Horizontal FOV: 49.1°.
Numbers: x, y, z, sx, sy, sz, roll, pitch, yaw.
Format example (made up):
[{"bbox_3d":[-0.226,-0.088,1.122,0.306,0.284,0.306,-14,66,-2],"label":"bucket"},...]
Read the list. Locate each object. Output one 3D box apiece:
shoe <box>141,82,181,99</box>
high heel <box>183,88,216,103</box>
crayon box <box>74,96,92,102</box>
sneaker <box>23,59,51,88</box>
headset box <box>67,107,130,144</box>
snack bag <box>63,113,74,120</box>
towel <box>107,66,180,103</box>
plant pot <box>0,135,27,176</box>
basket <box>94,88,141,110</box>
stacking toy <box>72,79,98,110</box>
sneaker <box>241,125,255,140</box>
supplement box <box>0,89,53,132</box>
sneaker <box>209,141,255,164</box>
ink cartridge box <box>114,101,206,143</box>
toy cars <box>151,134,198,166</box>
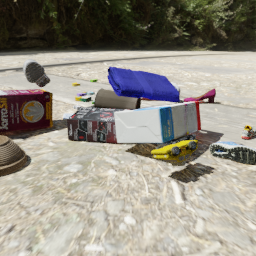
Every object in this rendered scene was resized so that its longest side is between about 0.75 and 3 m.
[{"bbox_3d":[1.387,-1.889,14.771,2.622,0.937,1.193,12,24,43],"label":"shoe"},{"bbox_3d":[3.636,-1.658,14.226,1.605,0.772,0.541,-1,20,-2],"label":"high heel"},{"bbox_3d":[-2.414,-1.562,14.791,0.835,0.215,0.525,9,22,23],"label":"crayon box"},{"bbox_3d":[-3.339,-1.992,9.826,0.692,0.759,1.852,-39,-5,-9],"label":"sneaker"},{"bbox_3d":[-0.859,-0.134,9.911,2.138,0.802,1.589,3,20,9],"label":"headset box"},{"bbox_3d":[-2.361,-0.493,11.996,0.837,0.090,0.789,-3,21,-8],"label":"snack bag"},{"bbox_3d":[0.464,-1.310,8.891,2.109,0.522,1.557,4,36,-23],"label":"towel"},{"bbox_3d":[-3.682,0.683,7.769,1.585,0.732,1.585,0,21,0],"label":"plant pot"},{"bbox_3d":[-0.374,-1.007,11.966,1.704,1.159,1.537,9,9,13],"label":"basket"},{"bbox_3d":[-2.002,-1.649,13.529,0.385,1.236,1.639,16,24,38],"label":"stacking toy"},{"bbox_3d":[4.310,0.081,9.904,0.394,0.415,1.011,13,23,31],"label":"sneaker"},{"bbox_3d":[-4.097,-0.671,10.304,2.438,1.345,1.044,-9,20,-38],"label":"supplement box"},{"bbox_3d":[3.156,0.628,8.186,1.409,0.553,0.628,14,26,34],"label":"sneaker"},{"bbox_3d":[1.195,-0.251,9.115,1.735,1.004,2.986,-3,7,41],"label":"ink cartridge box"},{"bbox_3d":[1.380,0.623,7.835,1.176,0.581,2.623,-10,3,12],"label":"toy cars"}]
